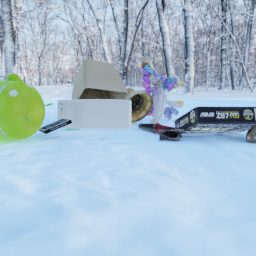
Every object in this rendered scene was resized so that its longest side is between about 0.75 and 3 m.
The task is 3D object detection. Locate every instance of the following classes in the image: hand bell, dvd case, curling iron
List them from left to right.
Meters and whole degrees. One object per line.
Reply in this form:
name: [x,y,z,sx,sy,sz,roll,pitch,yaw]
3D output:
dvd case: [-1.890,-0.055,7.234,0.715,0.118,0.952,-26,14,-22]
hand bell: [-0.235,-1.464,10.607,1.308,1.308,2.512,-5,42,-32]
curling iron: [0.759,0.016,7.597,0.612,0.316,2.471,-3,8,-17]

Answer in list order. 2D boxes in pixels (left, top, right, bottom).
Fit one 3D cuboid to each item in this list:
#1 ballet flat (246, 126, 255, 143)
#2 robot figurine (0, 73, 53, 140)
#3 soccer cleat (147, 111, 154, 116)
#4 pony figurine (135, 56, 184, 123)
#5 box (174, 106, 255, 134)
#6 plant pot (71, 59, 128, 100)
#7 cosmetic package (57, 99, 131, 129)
ballet flat: [3.353,0.077,6.835,1.677,0.389,0.565,-8,9,-42]
robot figurine: [-3.021,-0.410,6.583,2.385,1.380,2.093,3,31,19]
soccer cleat: [1.151,-0.760,13.334,1.401,0.478,0.513,7,36,-8]
pony figurine: [1.070,-1.199,10.622,2.078,2.409,2.496,13,-4,44]
box: [2.296,-0.154,6.994,1.878,0.461,1.514,-1,-12,-9]
plant pot: [-1.126,-1.501,9.911,1.566,1.388,1.568,3,-28,-29]
cosmetic package: [-0.976,-0.447,8.693,2.142,0.908,1.152,2,4,6]
